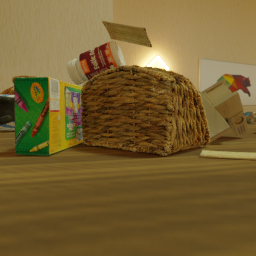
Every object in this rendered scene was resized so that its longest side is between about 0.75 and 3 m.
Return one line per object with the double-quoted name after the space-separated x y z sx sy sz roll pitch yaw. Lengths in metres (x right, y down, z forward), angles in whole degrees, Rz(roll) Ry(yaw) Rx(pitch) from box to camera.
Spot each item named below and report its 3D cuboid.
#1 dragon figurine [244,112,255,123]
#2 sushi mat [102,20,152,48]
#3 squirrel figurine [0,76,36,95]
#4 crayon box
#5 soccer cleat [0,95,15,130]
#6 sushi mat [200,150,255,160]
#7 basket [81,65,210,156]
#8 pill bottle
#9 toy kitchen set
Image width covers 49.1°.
4.545 -0.386 10.317 1.455 0.428 0.723 -2 5 -17 "dragon figurine"
-0.033 -3.224 9.590 1.827 0.111 0.874 22 -20 31 "sushi mat"
-3.312 -0.974 9.904 2.588 1.831 2.415 -3 10 4 "squirrel figurine"
-0.982 -0.173 3.860 0.435 0.886 1.492 1 3 7 "crayon box"
-2.233 -0.400 6.913 2.698 0.943 1.165 2 -6 -14 "soccer cleat"
1.204 0.300 3.119 0.758 0.046 0.363 1 3 17 "sushi mat"
0.242 -0.287 3.919 1.547 1.104 1.152 4 7 41 "basket"
-1.165 -2.326 10.190 1.914 1.093 1.093 -19 -1 15 "pill bottle"
1.484 0.050 4.838 1.198 1.081 0.977 -31 42 8 "toy kitchen set"
